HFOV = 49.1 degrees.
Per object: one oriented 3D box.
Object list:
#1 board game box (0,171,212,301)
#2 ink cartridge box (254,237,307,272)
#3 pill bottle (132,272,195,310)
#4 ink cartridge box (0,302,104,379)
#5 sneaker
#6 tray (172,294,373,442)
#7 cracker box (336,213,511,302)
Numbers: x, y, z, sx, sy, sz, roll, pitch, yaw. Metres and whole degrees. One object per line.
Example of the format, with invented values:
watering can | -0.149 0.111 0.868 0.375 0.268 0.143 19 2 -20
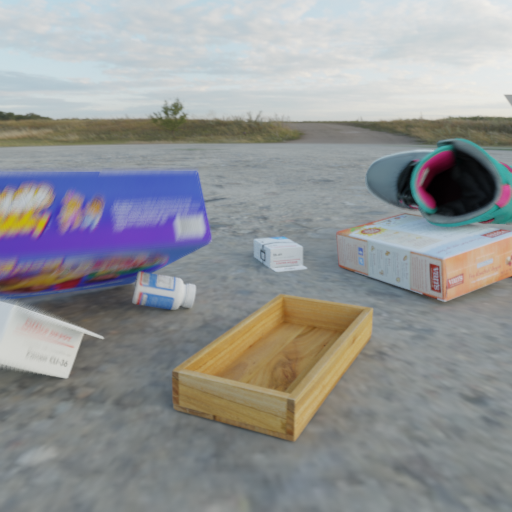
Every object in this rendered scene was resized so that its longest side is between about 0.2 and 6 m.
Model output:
board game box | -2.998 -0.105 6.632 4.091 0.916 2.751 -6 -10 -34
ink cartridge box | 0.429 -0.042 9.992 0.631 0.364 1.090 -5 15 -20
pill bottle | -1.242 0.492 7.577 0.794 0.446 0.446 12 12 -14
ink cartridge box | -2.443 0.789 5.601 1.620 0.547 0.943 8 -16 31
sneaker | 2.900 -1.216 9.380 3.276 1.370 1.978 16 7 41
tray | 0.304 1.005 5.780 1.186 0.445 2.405 7 17 25
cracker box | 2.667 -0.070 8.997 1.623 0.699 2.423 -15 17 -26
